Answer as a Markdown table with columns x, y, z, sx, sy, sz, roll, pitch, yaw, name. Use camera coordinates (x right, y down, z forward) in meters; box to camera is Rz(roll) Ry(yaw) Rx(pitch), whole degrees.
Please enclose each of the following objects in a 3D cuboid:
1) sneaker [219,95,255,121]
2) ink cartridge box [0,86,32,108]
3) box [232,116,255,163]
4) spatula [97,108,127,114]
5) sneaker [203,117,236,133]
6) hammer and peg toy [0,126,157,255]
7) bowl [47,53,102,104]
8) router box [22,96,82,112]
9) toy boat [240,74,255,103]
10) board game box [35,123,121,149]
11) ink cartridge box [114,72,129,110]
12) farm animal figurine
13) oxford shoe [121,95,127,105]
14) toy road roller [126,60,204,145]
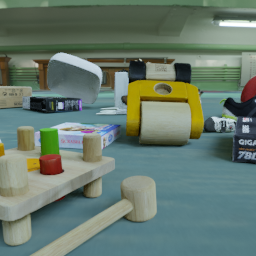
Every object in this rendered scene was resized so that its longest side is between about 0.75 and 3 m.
| x | y | z | sx | sy | sz | roll | pitch | yaw | name |
| --- | --- | --- | --- | --- | --- | --- | --- | --- | --- |
| 4.056 | -0.543 | 8.449 | 2.512 | 1.040 | 0.901 | 4 | 10 | 23 | sneaker |
| -7.015 | -1.649 | 14.805 | 2.467 | 1.125 | 2.995 | 8 | 12 | 44 | ink cartridge box |
| 3.309 | 0.216 | 5.394 | 2.373 | 0.594 | 2.391 | 5 | 10 | 23 | box |
| -0.107 | -0.757 | 12.269 | 2.372 | 0.190 | 1.649 | -1 | 8 | 4 | spatula |
| 2.597 | -0.091 | 7.617 | 1.159 | 0.429 | 0.513 | -5 | 8 | -26 | sneaker |
| -0.915 | 0.503 | 2.939 | 2.242 | 0.791 | 1.649 | 5 | 11 | 29 | hammer and peg toy |
| -2.517 | -2.457 | 13.591 | 2.569 | 0.960 | 2.572 | 19 | -34 | -6 | bowl |
| -3.637 | -1.164 | 13.334 | 1.836 | 0.628 | 2.461 | -6 | 11 | -43 | router box |
| 5.242 | -0.847 | 9.463 | 2.820 | 1.840 | 1.843 | 8 | 42 | 38 | toy boat |
| -1.083 | 0.152 | 6.505 | 1.520 | 0.314 | 1.524 | 2 | 10 | 13 | board game box |
| 0.705 | -1.815 | 13.731 | 2.505 | 1.811 | 1.820 | 2 | 9 | 10 | ink cartridge box |
| 1.372 | -1.564 | 11.552 | 2.660 | 1.402 | 2.689 | -14 | 55 | -39 | farm animal figurine |
| 0.253 | -1.119 | 11.290 | 1.190 | 0.432 | 0.502 | 9 | -17 | -36 | oxford shoe |
| 0.765 | -0.370 | 6.986 | 1.600 | 1.901 | 2.604 | 2 | 46 | 0 | toy road roller |
